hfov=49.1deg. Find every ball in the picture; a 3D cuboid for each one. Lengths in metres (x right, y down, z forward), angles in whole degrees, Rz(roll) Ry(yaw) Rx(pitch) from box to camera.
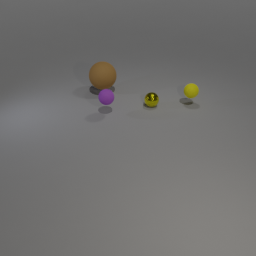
[{"bbox_3d":[1.119,-1.342,13.246,0.700,0.700,0.700,0,32,0],"label":"ball"},{"bbox_3d":[2.976,-1.747,13.185,0.700,0.700,0.700,0,32,0],"label":"ball"},{"bbox_3d":[-1.281,-2.656,14.202,1.400,1.400,1.400,0,32,0],"label":"ball"},{"bbox_3d":[-0.948,-1.353,12.274,0.700,0.700,0.700,0,32,0],"label":"ball"}]
